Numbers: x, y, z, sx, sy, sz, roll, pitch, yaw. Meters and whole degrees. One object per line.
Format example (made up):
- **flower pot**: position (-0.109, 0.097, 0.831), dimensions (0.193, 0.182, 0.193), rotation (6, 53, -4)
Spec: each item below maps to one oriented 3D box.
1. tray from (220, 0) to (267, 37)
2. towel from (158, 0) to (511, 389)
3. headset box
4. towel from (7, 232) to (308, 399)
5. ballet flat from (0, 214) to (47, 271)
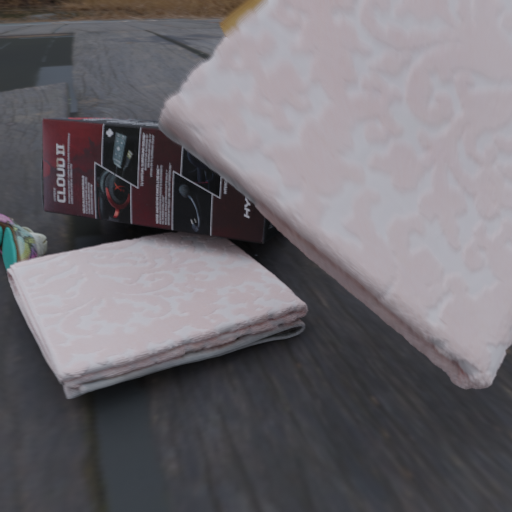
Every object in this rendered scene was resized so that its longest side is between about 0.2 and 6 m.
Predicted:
- **tray**: position (0.746, -4.880, 10.759), dimensions (2.694, 0.499, 1.329), rotation (-30, -16, 25)
- **towel**: position (1.602, -1.360, 5.348), dimensions (3.678, 0.621, 3.851), rotation (39, 71, -3)
- **headset box**: position (-1.285, -1.413, 9.203), dimensions (3.970, 1.489, 2.951), rotation (9, 15, 17)
- **towel**: position (-1.343, 0.494, 7.242), dimensions (3.079, 0.496, 2.941), rotation (-12, 29, -29)
- **ballet flat**: position (-3.656, -0.218, 8.610), dimensions (0.697, 0.677, 1.958), rotation (0, 21, -41)
